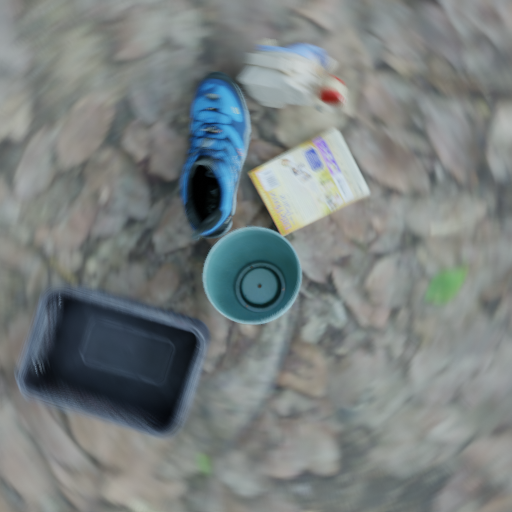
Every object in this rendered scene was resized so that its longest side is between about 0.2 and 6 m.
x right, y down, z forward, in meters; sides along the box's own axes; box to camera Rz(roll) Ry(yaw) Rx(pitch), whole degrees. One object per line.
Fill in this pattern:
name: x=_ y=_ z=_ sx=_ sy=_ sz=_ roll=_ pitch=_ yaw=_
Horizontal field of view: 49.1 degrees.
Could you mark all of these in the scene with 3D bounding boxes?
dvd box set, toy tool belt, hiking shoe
dvd box set: x=0.982 y=-1.343 z=10.400 sx=1.846 sy=0.271 sz=1.350 roll=-28 pitch=88 yaw=-1
toy tool belt: x=0.759 y=-3.344 z=9.961 sx=1.892 sy=1.181 sz=1.162 roll=12 pitch=77 yaw=24
hiking shoe: x=-0.693 y=-1.770 z=9.783 sx=1.112 sy=1.296 sz=2.989 roll=2 pitch=93 yaw=3

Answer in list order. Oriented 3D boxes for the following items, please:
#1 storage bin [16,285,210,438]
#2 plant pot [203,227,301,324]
storage bin: x=-2.381 y=1.748 z=9.774 sx=2.822 sy=1.323 sz=1.908 roll=17 pitch=88 yaw=0
plant pot: x=0.001 y=0.448 z=9.835 sx=1.654 sy=1.108 sz=1.654 roll=-2 pitch=75 yaw=8
